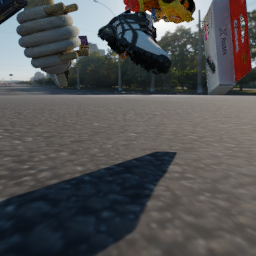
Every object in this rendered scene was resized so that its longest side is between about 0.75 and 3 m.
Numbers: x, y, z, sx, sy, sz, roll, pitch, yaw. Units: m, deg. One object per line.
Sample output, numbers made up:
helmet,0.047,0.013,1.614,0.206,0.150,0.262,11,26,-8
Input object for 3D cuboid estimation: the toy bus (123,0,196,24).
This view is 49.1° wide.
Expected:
toy bus,0.745,-3.476,7.584,1.754,1.827,1.240,-23,-16,27

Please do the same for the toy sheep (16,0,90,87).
toy sheep,-2.186,-2.521,7.991,1.911,2.771,1.911,-10,16,3

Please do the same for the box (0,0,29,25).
box,-2.877,-3.191,6.118,1.245,1.579,0.403,-18,-4,31

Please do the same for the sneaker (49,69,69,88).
sneaker,-3.194,-2.597,11.536,0.996,2.165,0.819,9,49,23

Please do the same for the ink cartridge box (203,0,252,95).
ink cartridge box,2.369,-2.126,6.928,0.492,2.259,1.961,-2,-7,3

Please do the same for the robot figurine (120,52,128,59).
robot figurine,0.231,-3.460,11.863,1.330,0.387,0.964,-26,27,38

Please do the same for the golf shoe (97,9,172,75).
golf shoe,0.288,-2.272,6.831,2.725,1.287,1.059,44,3,41

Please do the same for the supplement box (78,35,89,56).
supplement box,-1.867,-3.458,11.773,0.391,0.757,0.496,-7,-34,-11
